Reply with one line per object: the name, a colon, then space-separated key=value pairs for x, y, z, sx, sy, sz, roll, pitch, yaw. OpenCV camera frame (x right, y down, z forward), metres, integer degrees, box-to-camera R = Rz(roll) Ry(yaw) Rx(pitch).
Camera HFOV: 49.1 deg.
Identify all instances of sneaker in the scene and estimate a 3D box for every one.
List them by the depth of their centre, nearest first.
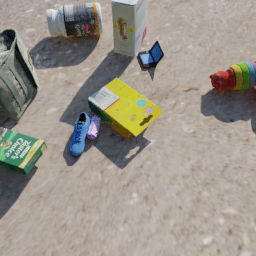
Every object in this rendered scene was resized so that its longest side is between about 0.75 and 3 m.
sneaker: x=-1.831 y=0.203 z=10.385 sx=0.575 sy=0.683 sz=1.743 roll=7 pitch=59 yaw=5

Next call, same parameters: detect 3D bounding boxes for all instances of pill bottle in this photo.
pill bottle: x=-2.583 y=-5.266 z=13.758 sx=2.574 sy=1.498 sz=1.498 roll=-8 pitch=55 yaw=-4

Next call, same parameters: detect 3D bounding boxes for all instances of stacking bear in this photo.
stacking bear: x=4.561 y=-2.107 z=11.797 sx=2.148 sy=1.221 sz=1.304 roll=-11 pitch=55 yaw=-2

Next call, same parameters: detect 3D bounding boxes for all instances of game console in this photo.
game console: x=1.039 y=-3.408 z=12.956 sx=0.962 sy=0.662 sz=1.116 roll=-11 pitch=55 yaw=-8

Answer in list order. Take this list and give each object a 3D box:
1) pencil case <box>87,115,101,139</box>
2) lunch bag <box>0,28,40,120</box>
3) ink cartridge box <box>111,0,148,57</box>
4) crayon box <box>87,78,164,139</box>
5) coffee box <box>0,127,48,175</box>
pencil case: x=-1.303 y=-0.028 z=10.731 sx=0.395 sy=0.403 sz=0.942 roll=6 pitch=56 yaw=4
lunch bag: x=-4.667 y=-2.163 z=11.030 sx=1.687 sy=2.354 sz=2.870 roll=11 pitch=56 yaw=14
ink cartridge box: x=0.122 y=-4.980 z=12.836 sx=1.107 sy=2.654 sz=1.927 roll=17 pitch=57 yaw=12
crayon box: x=-0.111 y=-0.718 z=11.047 sx=2.622 sy=0.666 sz=1.664 roll=39 pitch=63 yaw=25
coffee box: x=-4.057 y=0.744 z=9.803 sx=2.111 sy=0.464 sz=1.298 roll=16 pitch=52 yaw=19
